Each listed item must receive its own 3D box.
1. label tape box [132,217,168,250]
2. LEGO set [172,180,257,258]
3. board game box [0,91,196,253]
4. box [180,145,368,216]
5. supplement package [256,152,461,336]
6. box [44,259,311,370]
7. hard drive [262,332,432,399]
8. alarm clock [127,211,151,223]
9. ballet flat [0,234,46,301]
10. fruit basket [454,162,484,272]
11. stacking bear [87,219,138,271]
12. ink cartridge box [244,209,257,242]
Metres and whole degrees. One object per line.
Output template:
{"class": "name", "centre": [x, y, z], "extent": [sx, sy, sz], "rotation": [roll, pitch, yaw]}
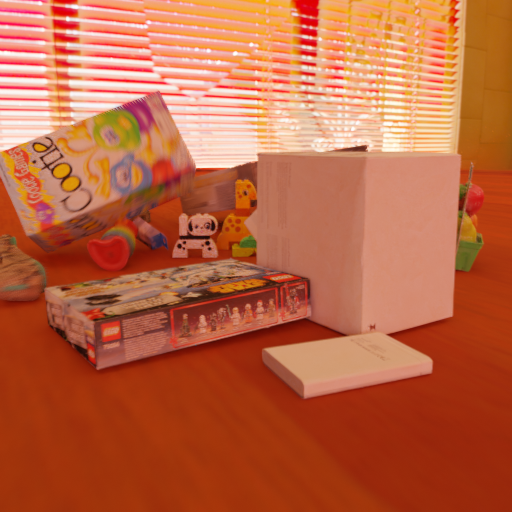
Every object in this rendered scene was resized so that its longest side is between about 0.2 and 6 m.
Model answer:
{"class": "label tape box", "centre": [-2.084, -0.372, 10.978], "extent": [0.738, 0.529, 0.244], "rotation": [36, 67, 15]}
{"class": "LEGO set", "centre": [0.104, -0.754, 10.863], "extent": [3.372, 1.384, 1.286], "rotation": [-1, 11, -3]}
{"class": "board game box", "centre": [-2.876, -1.511, 10.399], "extent": [3.104, 1.628, 1.599], "rotation": [-26, -5, -12]}
{"class": "box", "centre": [0.307, -1.806, 13.806], "extent": [3.183, 0.972, 4.020], "rotation": [-13, 7, -29]}
{"class": "supplement package", "centre": [1.168, -0.288, 6.955], "extent": [1.530, 1.989, 2.080], "rotation": [-8, 14, -32]}
{"class": "box", "centre": [-0.895, 0.544, 6.466], "extent": [2.568, 0.512, 1.758], "rotation": [-9, 12, -33]}
{"class": "hard drive", "centre": [0.834, 0.992, 5.259], "extent": [1.322, 0.176, 0.872], "rotation": [-4, 12, -22]}
{"class": "alarm clock", "centre": [-3.162, -1.054, 15.024], "extent": [0.758, 0.374, 1.124], "rotation": [-9, 17, -37]}
{"class": "ballet flat", "centre": [-3.702, 0.142, 8.078], "extent": [0.841, 0.757, 2.233], "rotation": [-6, 16, -32]}
{"class": "fruit basket", "centre": [3.461, -0.700, 9.588], "extent": [0.839, 1.791, 1.659], "rotation": [5, 13, 19]}
{"class": "stacking bear", "centre": [-2.359, -0.264, 9.659], "extent": [0.669, 0.626, 1.101], "rotation": [-6, 28, 9]}
{"class": "ink cartridge box", "centre": [0.414, -0.459, 8.812], "extent": [0.243, 0.959, 1.088], "rotation": [15, 35, -51]}
